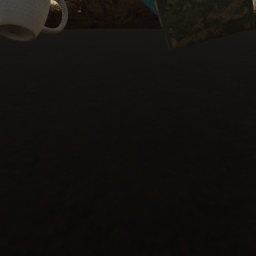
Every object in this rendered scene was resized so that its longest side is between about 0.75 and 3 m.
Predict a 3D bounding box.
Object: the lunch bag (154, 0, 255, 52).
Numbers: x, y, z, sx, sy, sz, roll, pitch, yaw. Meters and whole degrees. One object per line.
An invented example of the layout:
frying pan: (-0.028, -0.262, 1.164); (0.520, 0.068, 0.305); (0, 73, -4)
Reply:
lunch bag: (0.811, -1.730, 3.299); (1.070, 1.304, 0.767); (-12, 33, 14)

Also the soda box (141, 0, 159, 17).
soda box: (0.411, -3.083, 5.418); (0.835, 2.461, 0.790); (-44, -6, -5)

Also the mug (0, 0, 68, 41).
mug: (-1.852, -2.342, 5.299); (1.504, 1.319, 1.111); (9, -11, -37)
